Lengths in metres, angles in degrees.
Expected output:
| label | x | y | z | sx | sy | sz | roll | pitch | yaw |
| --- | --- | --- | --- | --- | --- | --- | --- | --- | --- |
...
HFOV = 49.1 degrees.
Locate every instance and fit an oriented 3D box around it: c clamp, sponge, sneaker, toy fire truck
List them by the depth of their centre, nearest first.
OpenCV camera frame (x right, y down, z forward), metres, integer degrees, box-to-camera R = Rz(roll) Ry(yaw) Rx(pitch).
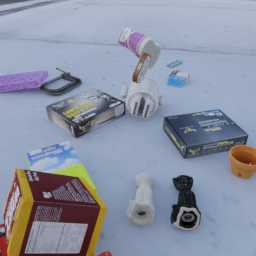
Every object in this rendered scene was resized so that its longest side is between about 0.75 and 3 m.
| label | x | y | z | sx | sy | sz | roll | pitch | yaw |
| --- | --- | --- | --- | --- | --- | --- | --- | --- | --- |
| toy fire truck | -1.602 | 2.729 | 5.998 | 1.826 | 0.631 | 2.589 | -4 | 19 | -38 |
| sneaker | 0.296 | -2.277 | 7.786 | 1.033 | 0.656 | 1.811 | 33 | 3 | 17 |
| sponge | -5.352 | -2.297 | 13.702 | 2.604 | 0.388 | 1.453 | -6 | 32 | 7 |
| c clamp | -3.523 | -2.294 | 14.139 | 2.129 | 0.338 | 2.492 | 19 | 36 | 19 |

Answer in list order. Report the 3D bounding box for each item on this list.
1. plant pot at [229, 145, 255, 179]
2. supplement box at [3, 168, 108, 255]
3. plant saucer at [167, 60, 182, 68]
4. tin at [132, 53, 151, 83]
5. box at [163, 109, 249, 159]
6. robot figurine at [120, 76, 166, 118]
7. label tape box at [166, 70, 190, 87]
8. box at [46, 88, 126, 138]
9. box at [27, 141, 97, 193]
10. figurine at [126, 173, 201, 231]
| label | x | y | z | sx | sy | sz | roll | pitch | yaw |
| --- | --- | --- | --- | --- | --- | --- | --- | --- | --- |
| plant pot | 3.589 | 1.088 | 8.622 | 0.989 | 0.692 | 0.989 | 0 | 33 | 0 |
| supplement box | -1.663 | 1.810 | 6.152 | 1.723 | 1.144 | 1.699 | 14 | 6 | -29 |
| plant saucer | 2.748 | -3.775 | 16.507 | 0.392 | 0.106 | 1.120 | 27 | 43 | 34 |
| tin | 0.347 | -1.491 | 7.000 | 0.164 | 0.784 | 0.439 | 27 | 5 | 24 |
| box | 2.723 | 0.137 | 10.117 | 2.411 | 0.615 | 1.901 | -9 | 36 | -13 |
| robot figurine | 0.638 | -1.335 | 11.715 | 1.960 | 1.305 | 2.311 | 16 | 35 | -4 |
| label tape box | 2.568 | -2.543 | 14.377 | 0.865 | 0.399 | 1.208 | 16 | 35 | 22 |
| box | -1.683 | -0.720 | 11.410 | 2.547 | 0.616 | 2.017 | -27 | 43 | -35 |
| box | -2.012 | 1.398 | 8.251 | 1.467 | 0.573 | 2.405 | -16 | 37 | -22 |
| figurine | 0.958 | 1.806 | 7.624 | 1.837 | 0.791 | 1.792 | 4 | 26 | 6 |
